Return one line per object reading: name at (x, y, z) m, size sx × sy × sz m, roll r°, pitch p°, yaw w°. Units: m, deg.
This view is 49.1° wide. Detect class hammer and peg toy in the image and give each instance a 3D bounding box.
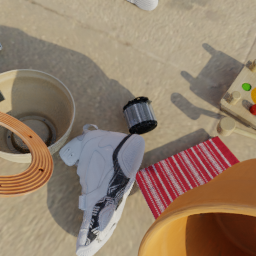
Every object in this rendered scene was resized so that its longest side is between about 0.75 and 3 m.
hammer and peg toy at (3.279, -0.472, 7.109) m, size 1.753 × 0.841 × 2.384 m, roll 34°, pitch 73°, yaw 10°

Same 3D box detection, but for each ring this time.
ring at (-1.441, 0.195, 2.879) m, size 1.408 × 1.408 × 0.135 m, roll 42°, pitch 109°, yaw 14°

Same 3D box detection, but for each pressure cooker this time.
pressure cooker at (0.289, -0.347, 7.076) m, size 0.776 × 0.788 × 0.883 m, roll -17°, pitch 71°, yaw -3°

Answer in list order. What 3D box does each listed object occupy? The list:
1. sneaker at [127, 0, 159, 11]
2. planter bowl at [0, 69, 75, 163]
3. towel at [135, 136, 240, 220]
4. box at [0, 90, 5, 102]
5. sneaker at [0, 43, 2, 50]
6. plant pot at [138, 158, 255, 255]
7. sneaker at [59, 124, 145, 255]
sneaker at (0.171, -4.805, 8.744) m, size 2.466 × 0.926 × 1.417 m, roll 35°, pitch 72°, yaw 7°
planter bowl at (-2.308, -0.080, 6.527) m, size 2.127 × 1.431 × 2.127 m, roll 4°, pitch 62°, yaw -8°
towel at (1.556, 1.265, 6.433) m, size 2.461 × 0.277 × 1.780 m, roll -22°, pitch 49°, yaw -8°
box at (-3.146, -0.850, 3.989) m, size 1.784 × 2.178 × 0.938 m, roll -35°, pitch 68°, yaw -16°
sneaker at (-4.474, -2.435, 8.009) m, size 1.526 × 0.573 × 0.881 m, roll 29°, pitch 74°, yaw 9°
plant pot at (1.799, 1.683, 3.681) m, size 2.819 × 2.819 × 1.973 m, roll 38°, pitch 36°, yaw 13°
sneaker at (-0.837, 1.278, 6.354) m, size 1.653 × 1.081 × 2.877 m, roll 20°, pitch 78°, yaw 18°
